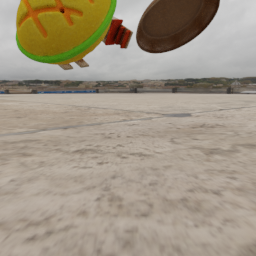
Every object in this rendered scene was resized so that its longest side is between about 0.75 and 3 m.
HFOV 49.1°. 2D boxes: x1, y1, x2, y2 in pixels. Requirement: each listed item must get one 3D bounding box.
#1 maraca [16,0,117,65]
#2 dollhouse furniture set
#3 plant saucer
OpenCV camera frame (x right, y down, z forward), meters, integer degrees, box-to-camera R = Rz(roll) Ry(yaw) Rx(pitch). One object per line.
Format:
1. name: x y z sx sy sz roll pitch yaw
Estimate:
1. maraca: -1.074 -2.468 5.585 1.967 2.869 1.535 26 -15 20
2. dollhouse furniture set: -1.199 -3.369 9.759 1.382 2.682 2.653 41 38 22
3. plant saucer: 1.357 -3.201 8.124 2.606 0.477 2.606 -20 -21 -8
